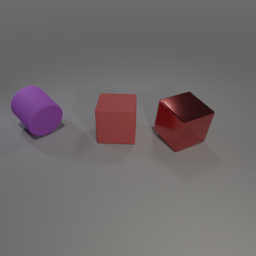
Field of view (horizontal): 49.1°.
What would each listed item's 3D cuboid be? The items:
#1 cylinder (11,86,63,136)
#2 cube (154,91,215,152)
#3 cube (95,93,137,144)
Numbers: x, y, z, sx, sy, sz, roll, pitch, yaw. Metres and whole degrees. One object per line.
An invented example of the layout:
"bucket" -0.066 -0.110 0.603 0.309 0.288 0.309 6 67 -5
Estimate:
"cylinder" -3.431 -0.651 10.563 1.400 1.400 1.400 -27 54 -36
"cube" 1.959 -0.252 10.042 1.400 1.400 1.400 -17 46 -26
"cube" -0.404 -0.366 10.429 1.400 1.400 1.400 2 32 3
